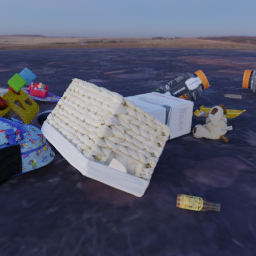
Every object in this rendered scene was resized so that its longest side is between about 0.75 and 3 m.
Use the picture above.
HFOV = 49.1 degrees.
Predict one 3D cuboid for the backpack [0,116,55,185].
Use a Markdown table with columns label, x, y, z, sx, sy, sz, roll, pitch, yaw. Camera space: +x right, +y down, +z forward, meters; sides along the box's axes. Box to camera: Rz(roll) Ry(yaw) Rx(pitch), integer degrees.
| label | x | y | z | sx | sy | sz | roll | pitch | yaw |
| --- | --- | --- | --- | --- | --- | --- | --- | --- | --- |
| backpack | -2.855 | 0.426 | 6.761 | 1.967 | 1.323 | 1.796 | -17 | 25 | -42 |

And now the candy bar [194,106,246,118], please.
| label | x | y | z | sx | sy | sz | roll | pitch | yaw |
| --- | --- | --- | --- | --- | --- | --- | --- | --- | --- |
| candy bar | 3.284 | -0.534 | 9.964 | 2.192 | 0.243 | 0.547 | 2 | -25 | -29 |

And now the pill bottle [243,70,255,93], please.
| label | x | y | z | sx | sy | sz | roll | pitch | yaw |
| --- | --- | --- | --- | --- | --- | --- | --- | --- | --- |
| pill bottle | 7.336 | -2.390 | 14.329 | 2.678 | 1.423 | 1.423 | 11 | 22 | 26 |

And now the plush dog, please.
| label | x | y | z | sx | sy | sz | roll | pitch | yaw |
| --- | --- | --- | --- | --- | --- | --- | --- | --- | --- |
| plush dog | 2.821 | -0.129 | 8.921 | 1.017 | 1.268 | 1.089 | 35 | 35 | 0 |

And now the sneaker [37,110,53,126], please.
| label | x | y | z | sx | sy | sz | roll | pitch | yaw |
| --- | --- | --- | --- | --- | --- | --- | --- | --- | --- |
| sneaker | -2.489 | -0.100 | 9.134 | 1.738 | 0.661 | 1.256 | 8 | 19 | 19 |

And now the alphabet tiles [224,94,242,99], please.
| label | x | y | z | sx | sy | sz | roll | pitch | yaw |
| --- | --- | --- | --- | --- | --- | --- | --- | --- | --- |
| alphabet tiles | 5.350 | -1.621 | 14.272 | 0.821 | 0.031 | 0.687 | 7 | 21 | 19 |

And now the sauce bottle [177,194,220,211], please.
| label | x | y | z | sx | sy | sz | roll | pitch | yaw |
| --- | --- | --- | --- | --- | --- | --- | --- | --- | --- |
| sauce bottle | 1.355 | 1.461 | 5.424 | 0.813 | 0.268 | 0.268 | 4 | 20 | 13 |

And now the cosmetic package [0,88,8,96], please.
| label | x | y | z | sx | sy | sz | roll | pitch | yaw |
| --- | --- | --- | --- | --- | --- | --- | --- | --- | --- |
| cosmetic package | -6.315 | -1.535 | 13.182 | 1.646 | 0.585 | 0.866 | 10 | 20 | 26 |

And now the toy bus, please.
| label | x | y | z | sx | sy | sz | roll | pitch | yaw |
| --- | --- | --- | --- | --- | --- | --- | --- | --- | --- |
| toy bus | -3.643 | -0.247 | 8.503 | 2.546 | 1.394 | 2.699 | -21 | 30 | 54 |

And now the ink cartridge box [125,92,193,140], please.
| label | x | y | z | sx | sy | sz | roll | pitch | yaw |
| --- | --- | --- | --- | --- | --- | --- | --- | --- | --- |
| ink cartridge box | 0.477 | -0.307 | 9.005 | 2.676 | 1.128 | 1.937 | -15 | 25 | -35 |

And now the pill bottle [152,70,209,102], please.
| label | x | y | z | sx | sy | sz | roll | pitch | yaw |
| --- | --- | --- | --- | --- | --- | --- | --- | --- | --- |
| pill bottle | 2.053 | -1.416 | 10.872 | 2.078 | 1.104 | 1.104 | -30 | 19 | 8 |

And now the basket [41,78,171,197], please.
| label | x | y | z | sx | sy | sz | roll | pitch | yaw |
| --- | --- | --- | --- | --- | --- | --- | --- | --- | --- |
| basket | -0.537 | 0.077 | 6.315 | 1.763 | 1.604 | 2.600 | 30 | 0 | -37 |

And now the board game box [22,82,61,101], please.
| label | x | y | z | sx | sy | sz | roll | pitch | yaw |
| --- | --- | --- | --- | --- | --- | --- | --- | --- | --- |
| board game box | -4.264 | -1.822 | 13.330 | 2.397 | 0.467 | 1.894 | 23 | 17 | 31 |
